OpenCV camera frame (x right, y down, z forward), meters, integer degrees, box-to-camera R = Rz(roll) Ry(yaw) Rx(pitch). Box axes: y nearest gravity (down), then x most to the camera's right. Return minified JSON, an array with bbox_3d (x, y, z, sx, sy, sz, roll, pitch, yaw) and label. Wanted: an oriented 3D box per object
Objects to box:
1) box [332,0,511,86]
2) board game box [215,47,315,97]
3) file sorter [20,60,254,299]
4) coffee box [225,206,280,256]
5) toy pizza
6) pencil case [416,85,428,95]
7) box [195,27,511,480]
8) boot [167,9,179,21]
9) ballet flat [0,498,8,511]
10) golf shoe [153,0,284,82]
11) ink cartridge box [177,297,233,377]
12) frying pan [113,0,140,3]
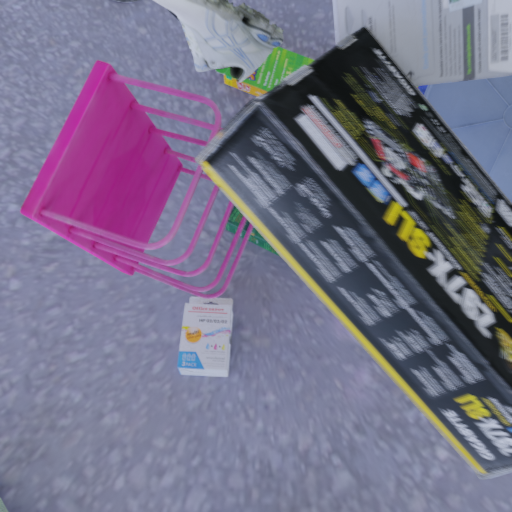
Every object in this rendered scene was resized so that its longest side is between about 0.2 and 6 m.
[{"bbox_3d":[2.120,-3.054,7.116,2.219,0.457,1.730,-6,102,2],"label":"box"},{"bbox_3d":[0.515,-3.378,10.588,2.396,0.359,1.144,26,66,10],"label":"board game box"},{"bbox_3d":[-1.010,-0.622,6.381,1.543,2.460,1.709,20,79,15],"label":"file sorter"},{"bbox_3d":[0.362,-0.527,9.151,1.532,0.337,0.942,27,67,13],"label":"coffee box"},{"bbox_3d":[4.261,-2.226,9.076,3.172,0.503,3.172,2,94,31],"label":"toy pizza"},{"bbox_3d":[3.466,-3.065,10.166,1.886,0.819,0.736,-15,92,-7],"label":"pencil case"},{"bbox_3d":[1.670,-0.331,5.898,3.977,0.981,3.176,47,41,-7],"label":"box"},{"bbox_3d":[-0.122,-4.384,7.626,1.249,3.806,3.137,-23,84,-40],"label":"boot"},{"bbox_3d":[-3.244,3.635,6.745,2.687,0.997,0.997,39,70,18],"label":"ballet flat"},{"bbox_3d":[-0.665,-3.146,7.973,2.401,1.167,0.940,7,39,-47],"label":"golf shoe"},{"bbox_3d":[-0.728,1.118,8.285,0.716,0.422,1.244,2,63,1],"label":"ink cartridge box"},{"bbox_3d":[-3.119,-6.098,11.978,2.158,0.351,1.306,26,66,9],"label":"frying pan"}]
